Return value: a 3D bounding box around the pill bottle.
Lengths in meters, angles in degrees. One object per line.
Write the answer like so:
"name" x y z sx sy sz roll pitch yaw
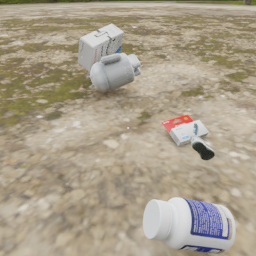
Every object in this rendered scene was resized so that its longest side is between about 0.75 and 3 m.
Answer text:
"pill bottle" 0.964 1.561 4.546 1.328 0.795 0.795 15 25 -19

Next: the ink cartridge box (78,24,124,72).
"ink cartridge box" -1.138 -3.344 11.723 0.774 1.341 1.836 40 55 17

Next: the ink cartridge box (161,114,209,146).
"ink cartridge box" 1.693 -0.022 8.355 1.102 0.246 0.971 -17 57 -27

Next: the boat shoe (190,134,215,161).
"boat shoe" 1.833 0.493 6.902 0.361 0.980 0.314 -35 42 23

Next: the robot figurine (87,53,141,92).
"robot figurine" -0.562 -2.146 10.882 2.104 1.784 1.188 -22 54 -7
